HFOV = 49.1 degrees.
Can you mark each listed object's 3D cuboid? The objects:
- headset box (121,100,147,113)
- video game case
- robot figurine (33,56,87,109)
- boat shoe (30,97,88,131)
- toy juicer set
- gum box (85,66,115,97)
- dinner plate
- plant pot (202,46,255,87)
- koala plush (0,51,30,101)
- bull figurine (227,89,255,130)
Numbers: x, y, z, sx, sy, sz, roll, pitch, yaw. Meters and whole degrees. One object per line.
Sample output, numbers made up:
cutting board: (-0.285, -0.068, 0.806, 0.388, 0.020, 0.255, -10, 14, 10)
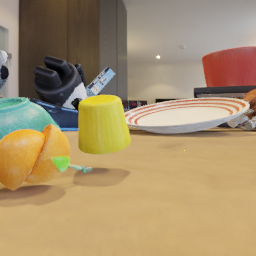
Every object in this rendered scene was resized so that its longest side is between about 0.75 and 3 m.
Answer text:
headset box: (-0.669, -0.758, 12.832, 2.686, 1.008, 1.996, -1, 3, -13)
video game case: (3.116, -0.630, 8.578, 2.051, 0.261, 1.853, 0, -29, 18)
robot figurine: (-2.206, -1.206, 9.508, 1.864, 1.548, 2.481, -22, -37, -7)
boat shoe: (-1.138, -0.350, 6.600, 2.334, 0.801, 0.982, -2, 4, -39)
toy juicer set: (-0.939, 0.108, 1.870, 1.732, 0.471, 1.102, 5, 23, 24)
gum box: (-1.771, -1.472, 12.392, 2.326, 0.518, 1.977, -36, 15, 40)
dinner plate: (1.157, -0.279, 6.036, 2.690, 0.326, 2.690, -7, 15, 2)
plant pot: (4.375, -1.489, 10.725, 2.997, 2.652, 2.997, -1, 4, 0)
koala plush: (-4.590, -1.390, 8.855, 2.439, 2.654, 2.353, 0, 4, 19)
bull figurine: (3.412, -0.555, 6.577, 1.733, 0.930, 2.855, -25, 3, -43)
